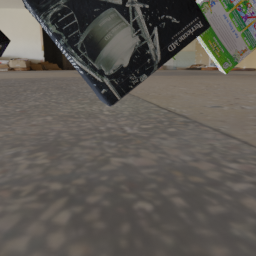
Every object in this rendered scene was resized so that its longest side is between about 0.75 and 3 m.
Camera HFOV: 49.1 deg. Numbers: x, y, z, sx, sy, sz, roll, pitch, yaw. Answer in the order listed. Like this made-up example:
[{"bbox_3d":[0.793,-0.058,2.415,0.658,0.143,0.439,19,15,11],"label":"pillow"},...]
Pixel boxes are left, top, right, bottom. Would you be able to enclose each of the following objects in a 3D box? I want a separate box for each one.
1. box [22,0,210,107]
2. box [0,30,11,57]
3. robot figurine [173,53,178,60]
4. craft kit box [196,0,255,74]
[{"bbox_3d":[-0.177,-1.493,3.738,1.705,1.676,1.057,-40,20,-3],"label":"box"},{"bbox_3d":[-3.136,-1.787,5.854,0.566,0.652,1.067,-40,6,33],"label":"box"},{"bbox_3d":[1.368,-3.832,11.215,2.224,2.535,1.466,14,51,25],"label":"robot figurine"},{"bbox_3d":[3.259,-3.326,8.571,2.385,2.415,0.586,-42,26,8],"label":"craft kit box"}]
